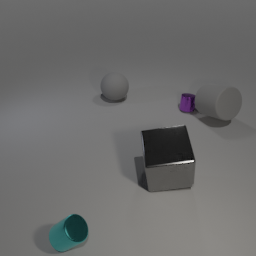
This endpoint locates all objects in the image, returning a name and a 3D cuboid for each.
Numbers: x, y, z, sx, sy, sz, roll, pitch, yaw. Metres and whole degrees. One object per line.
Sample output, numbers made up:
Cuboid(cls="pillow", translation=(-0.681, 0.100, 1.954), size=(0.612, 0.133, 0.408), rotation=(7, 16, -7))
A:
Cuboid(cls="cylinder", translation=(-1.445, 2.555, 6.832), size=(0.700, 0.700, 0.700), rotation=(34, 35, -28))
Cuboid(cls="ball", translation=(-0.653, -2.058, 13.796), size=(1.400, 1.400, 1.400), rotation=(0, 32, 0))
Cuboid(cls="cylinder", translation=(3.811, -1.125, 11.897), size=(1.400, 1.400, 1.400), rotation=(-14, 19, -21))
Cuboid(cls="cube", translation=(1.197, 0.940, 8.550), size=(1.400, 1.400, 1.400), rotation=(-8, 48, 3))
Cuboid(cls="cylinder", translation=(2.781, -1.185, 13.008), size=(0.700, 0.700, 0.700), rotation=(4, 24, -2))
